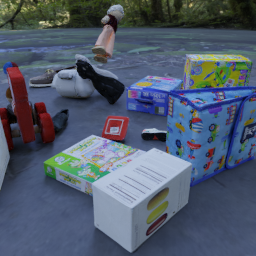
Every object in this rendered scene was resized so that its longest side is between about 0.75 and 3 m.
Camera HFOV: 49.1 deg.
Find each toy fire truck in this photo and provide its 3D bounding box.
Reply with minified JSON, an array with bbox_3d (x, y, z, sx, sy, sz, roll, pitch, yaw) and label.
[{"bbox_3d":[-3.483,-0.808,9.090,1.641,2.458,2.927,-11,27,-22],"label":"toy fire truck"}]

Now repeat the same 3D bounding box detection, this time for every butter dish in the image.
[{"bbox_3d":[-0.347,0.089,9.429,0.859,0.635,0.857,5,66,23],"label":"butter dish"}]

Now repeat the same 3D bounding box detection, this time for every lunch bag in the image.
[{"bbox_3d":[2.603,0.030,7.602,2.904,2.186,1.366,-10,27,-21],"label":"lunch bag"}]

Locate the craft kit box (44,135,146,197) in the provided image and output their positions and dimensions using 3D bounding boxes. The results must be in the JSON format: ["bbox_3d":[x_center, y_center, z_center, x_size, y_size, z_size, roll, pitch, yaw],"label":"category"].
[{"bbox_3d":[-0.847,0.964,7.689,2.011,0.494,2.036,12,27,31],"label":"craft kit box"}]

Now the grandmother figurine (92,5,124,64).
[{"bbox_3d":[-0.801,-4.253,12.402,0.875,1.751,2.888,16,67,0],"label":"grandmother figurine"}]

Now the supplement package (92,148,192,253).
[{"bbox_3d":[0.336,1.398,5.905,1.076,1.117,1.964,21,32,38],"label":"supplement package"}]

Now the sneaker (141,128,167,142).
[{"bbox_3d":[1.011,0.178,9.435,1.099,0.387,0.514,2,30,11],"label":"sneaker"}]

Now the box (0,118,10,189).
[{"bbox_3d":[-4.002,0.349,6.397,1.712,2.619,2.605,-8,25,-11],"label":"box"}]

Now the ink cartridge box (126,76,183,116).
[{"bbox_3d":[1.129,-1.389,12.124,1.861,1.041,2.727,11,29,23],"label":"ink cartridge box"}]

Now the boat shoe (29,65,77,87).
[{"bbox_3d":[-4.070,-2.880,15.521,2.862,0.852,1.028,-15,28,-29],"label":"boat shoe"}]

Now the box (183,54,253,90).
[{"bbox_3d":[3.366,-1.626,11.041,2.212,2.297,1.401,1,25,1],"label":"box"}]

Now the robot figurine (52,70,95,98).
[{"bbox_3d":[-2.443,-2.062,13.052,2.268,1.280,1.923,4,-14,27],"label":"robot figurine"}]

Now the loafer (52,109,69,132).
[{"bbox_3d":[-2.475,-0.321,10.223,0.540,0.522,1.537,-40,18,14],"label":"loafer"}]

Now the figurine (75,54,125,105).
[{"bbox_3d":[-1.477,-2.434,12.824,2.376,1.048,2.435,36,11,-25],"label":"figurine"}]
